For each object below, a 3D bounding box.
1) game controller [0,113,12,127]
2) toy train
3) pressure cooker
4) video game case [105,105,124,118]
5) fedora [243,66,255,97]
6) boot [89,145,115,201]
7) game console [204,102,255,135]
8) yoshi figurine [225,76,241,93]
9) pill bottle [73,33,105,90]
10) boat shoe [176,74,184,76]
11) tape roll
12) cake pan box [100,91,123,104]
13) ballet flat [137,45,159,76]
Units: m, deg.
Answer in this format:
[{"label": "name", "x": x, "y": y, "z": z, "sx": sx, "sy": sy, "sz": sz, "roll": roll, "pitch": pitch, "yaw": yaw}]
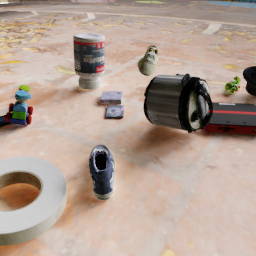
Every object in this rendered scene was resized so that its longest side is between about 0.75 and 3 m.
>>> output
[{"label": "game controller", "x": -5.175, "y": -0.318, "z": 11.770, "sx": 1.248, "sy": 0.263, "sz": 0.651, "roll": -19, "pitch": 37, "yaw": -27}, {"label": "toy train", "x": -4.524, "y": -1.249, "z": 12.024, "sx": 1.011, "sy": 1.382, "sz": 2.388, "roll": 10, "pitch": 28, "yaw": -19}, {"label": "pressure cooker", "x": 2.080, "y": -0.935, "z": 10.808, "sx": 2.427, "sy": 2.168, "sz": 2.135, "roll": 12, "pitch": 3, "yaw": 37}, {"label": "video game case", "x": -0.574, "y": -0.746, "z": 12.617, "sx": 0.788, "sy": 0.105, "sz": 1.103, "roll": 1, "pitch": 31, "yaw": 1}, {"label": "fedora", "x": 6.589, "y": -2.194, "z": 13.910, "sx": 2.167, "sy": 0.989, "sz": 2.167, "roll": 6, "pitch": 46, "yaw": -6}, {"label": "boot", "x": -0.800, "y": 1.001, "z": 8.820, "sx": 0.898, "sy": 1.116, "sz": 2.470, "roll": -5, "pitch": 32, "yaw": -9}, {"label": "game console", "x": 4.390, "y": -0.480, "z": 11.987, "sx": 2.642, "sy": 0.410, "sz": 2.337, "roll": 4, "pitch": 29, "yaw": 5}, {"label": "yoshi figurine", "x": 5.428, "y": -2.289, "z": 14.620, "sx": 0.730, "sy": 0.733, "sz": 1.304, "roll": -1, "pitch": 31, "yaw": 30}, {"label": "pill bottle", "x": -1.982, "y": -3.414, "z": 14.435, "sx": 1.575, "sy": 2.634, "sz": 1.575, "roll": 2, "pitch": 28, "yaw": -1}, {"label": "boat shoe", "x": 2.684, "y": -2.390, "z": 14.554, "sx": 0.909, "sy": 0.840, "sz": 2.461, "roll": 3, "pitch": 32, "yaw": 5}, {"label": "tape roll", "x": -3.141, "y": 1.872, "z": 7.749, "sx": 2.871, "sy": 0.525, "sz": 2.871, "roll": 4, "pitch": 34, "yaw": -3}, {"label": "cake pan box", "x": -0.806, "y": -1.495, "z": 13.663, "sx": 1.062, "sy": 0.278, "sz": 0.978, "roll": 1, "pitch": 30, "yaw": 1}, {"label": "ballet flat", "x": 0.775, "y": -2.481, "z": 9.925, "sx": 0.687, "sy": 0.687, "sz": 1.979, "roll": 5, "pitch": 32, "yaw": 8}]
